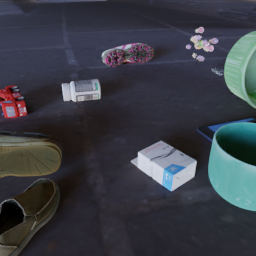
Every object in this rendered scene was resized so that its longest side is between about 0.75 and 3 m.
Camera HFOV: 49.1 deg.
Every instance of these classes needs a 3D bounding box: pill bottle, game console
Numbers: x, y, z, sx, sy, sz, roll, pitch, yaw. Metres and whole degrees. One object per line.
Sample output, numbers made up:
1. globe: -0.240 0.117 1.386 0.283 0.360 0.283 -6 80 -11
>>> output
1. pill bottle: -1.723 -1.382 10.373 1.341 0.758 0.758 -7 31 -13
2. game console: 3.485 -0.202 7.834 2.347 2.003 1.389 -11 59 -18

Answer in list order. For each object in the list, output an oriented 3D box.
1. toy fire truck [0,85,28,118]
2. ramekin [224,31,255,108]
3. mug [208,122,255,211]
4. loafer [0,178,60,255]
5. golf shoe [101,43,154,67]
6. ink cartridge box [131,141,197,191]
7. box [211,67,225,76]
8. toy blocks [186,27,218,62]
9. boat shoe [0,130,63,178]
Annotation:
1. toy fire truck: -4.614 -0.962 9.833 1.663 0.575 2.358 -16 35 -25
2. ramekin: 4.755 -2.090 9.778 2.722 2.722 1.330 -8 24 -14
3. mug: 2.720 0.951 5.802 1.765 1.328 2.148 -15 34 -26
4. loafer: -1.950 1.589 5.318 0.762 0.706 2.026 7 31 12
5. golf shoe: -0.024 -3.867 14.399 2.761 1.002 1.271 -11 31 -18
6. ink cartridge box: 0.822 0.818 6.866 0.844 0.486 1.458 -23 37 -34
7. box: 4.387 -2.678 13.184 0.606 0.165 0.757 -10 32 -17
8. toy blocks: 2.784 -3.098 10.411 0.913 0.977 0.822 31 7 -17
9. boat shoe: -3.078 0.584 6.830 3.003 1.073 0.987 1 21 -2
